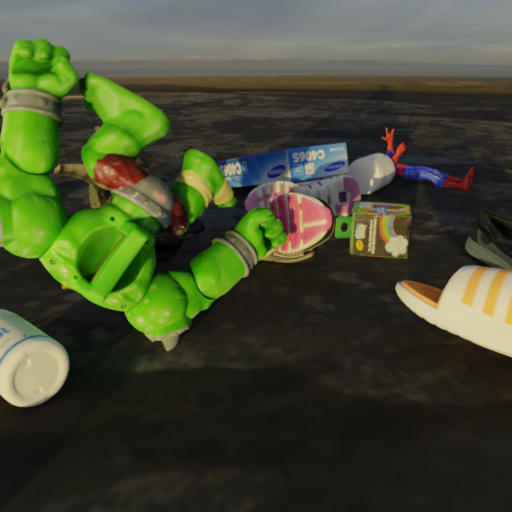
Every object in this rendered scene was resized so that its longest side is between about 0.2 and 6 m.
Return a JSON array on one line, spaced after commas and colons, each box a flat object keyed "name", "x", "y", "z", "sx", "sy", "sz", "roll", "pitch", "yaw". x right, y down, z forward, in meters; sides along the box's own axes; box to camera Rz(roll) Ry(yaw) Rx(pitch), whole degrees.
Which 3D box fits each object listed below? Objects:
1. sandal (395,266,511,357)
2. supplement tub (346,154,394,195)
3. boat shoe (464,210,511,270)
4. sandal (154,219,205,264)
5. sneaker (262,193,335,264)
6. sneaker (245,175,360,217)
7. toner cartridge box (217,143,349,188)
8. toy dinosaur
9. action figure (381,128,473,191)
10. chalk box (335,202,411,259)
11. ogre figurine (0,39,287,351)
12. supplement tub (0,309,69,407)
[{"name": "sandal", "x": 3.133, "y": 0.693, "z": 6.066, "sx": 3.178, "sy": 0.911, "sz": 1.217, "roll": 24, "pitch": 14, "yaw": 29}, {"name": "supplement tub", "x": 2.844, "y": -2.047, "z": 13.910, "sx": 0.894, "sy": 0.894, "sz": 1.354, "roll": 11, "pitch": 20, "yaw": 27}, {"name": "boat shoe", "x": 4.372, "y": -0.072, "z": 8.853, "sx": 0.948, "sy": 0.839, "sz": 2.590, "roll": -11, "pitch": 23, "yaw": -26}, {"name": "sandal", "x": -1.993, "y": -0.135, "z": 9.634, "sx": 2.325, "sy": 0.556, "sz": 0.874, "roll": -17, "pitch": 24, "yaw": -8}, {"name": "sneaker", "x": 0.652, "y": -0.390, "z": 8.863, "sx": 1.075, "sy": 0.907, "sz": 2.458, "roll": 1, "pitch": -11, "yaw": -26}, {"name": "sneaker", "x": 0.893, "y": -1.120, "z": 11.651, "sx": 2.432, "sy": 0.978, "sz": 1.075, "roll": -8, "pitch": 10, "yaw": -17}, {"name": "toner cartridge box", "x": 0.512, "y": -2.097, "z": 13.294, "sx": 1.597, "sy": 0.726, "sz": 3.363, "roll": -13, "pitch": 10, "yaw": -27}, {"name": "toy dinosaur", "x": -2.437, "y": -1.217, "z": 9.288, "sx": 0.773, "sy": 1.435, "sz": 3.257, "roll": 15, "pitch": -18, "yaw": 3}, {"name": "action figure", "x": 4.198, "y": -2.581, "z": 14.839, "sx": 2.923, "sy": 1.447, "sz": 0.954, "roll": 8, "pitch": 21, "yaw": 27}, {"name": "chalk box", "x": 2.077, "y": -0.489, "z": 10.027, "sx": 1.283, "sy": 0.801, "sz": 0.795, "roll": 6, "pitch": 22, "yaw": 12}, {"name": "ogre figurine", "x": -1.533, "y": -0.511, "z": 6.548, "sx": 1.843, "sy": 3.757, "sz": 2.252, "roll": 12, "pitch": 65, "yaw": 42}, {"name": "supplement tub", "x": -2.593, "y": 1.068, "z": 5.991, "sx": 1.122, "sy": 0.741, "sz": 0.741, "roll": 17, "pitch": 27, "yaw": 39}]
